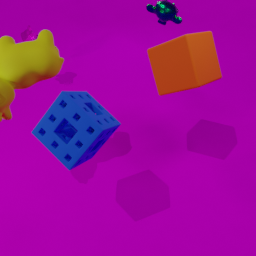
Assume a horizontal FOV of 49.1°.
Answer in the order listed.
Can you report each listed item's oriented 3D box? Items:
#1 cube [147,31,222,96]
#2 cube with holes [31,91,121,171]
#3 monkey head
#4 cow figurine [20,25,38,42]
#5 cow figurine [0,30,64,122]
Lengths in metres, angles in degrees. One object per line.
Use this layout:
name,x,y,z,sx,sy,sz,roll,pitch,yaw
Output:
cube,1.208,-1.360,5.951,1.026,1.026,1.026,-7,12,46
cube with holes,-0.823,0.000,4.651,0.869,0.869,0.869,43,16,7
monkey head,1.262,-3.930,9.737,1.314,0.946,0.792,24,47,1
cow figurine,-2.987,-2.888,9.183,1.043,1.027,0.573,-14,77,-34
cow figurine,-2.038,-0.996,5.299,1.709,0.938,1.682,-13,58,-3
